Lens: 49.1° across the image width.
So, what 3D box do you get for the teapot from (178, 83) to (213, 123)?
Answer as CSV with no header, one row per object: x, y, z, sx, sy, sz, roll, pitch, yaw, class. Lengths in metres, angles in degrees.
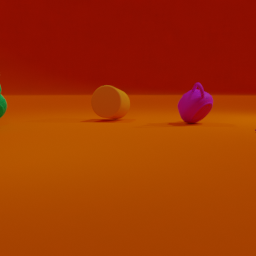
2.247,-0.771,9.734,1.244,2.001,0.980,-25,59,-21,teapot

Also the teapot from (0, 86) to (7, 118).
-4.305,-0.775,8.404,1.225,1.970,0.965,17,32,-56,teapot

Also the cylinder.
-0.643,-0.955,10.743,1.194,1.194,1.194,2,0,16,cylinder
